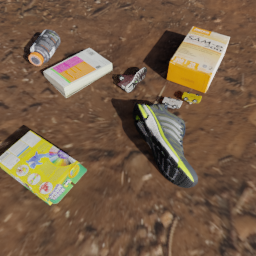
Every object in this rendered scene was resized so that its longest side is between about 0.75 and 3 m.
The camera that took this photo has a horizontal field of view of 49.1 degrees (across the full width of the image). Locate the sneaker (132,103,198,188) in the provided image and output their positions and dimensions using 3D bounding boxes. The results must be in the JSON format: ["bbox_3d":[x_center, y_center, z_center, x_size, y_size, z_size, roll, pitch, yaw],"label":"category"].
[{"bbox_3d":[1.207,0.294,7.857,1.197,1.093,2.959,-17,56,-16],"label":"sneaker"}]

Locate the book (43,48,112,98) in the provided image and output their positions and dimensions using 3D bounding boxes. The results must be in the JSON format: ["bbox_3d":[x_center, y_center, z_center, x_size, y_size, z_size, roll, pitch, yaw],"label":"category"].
[{"bbox_3d":[-1.781,-2.081,10.018,2.055,0.494,1.373,-35,58,-25],"label":"book"}]

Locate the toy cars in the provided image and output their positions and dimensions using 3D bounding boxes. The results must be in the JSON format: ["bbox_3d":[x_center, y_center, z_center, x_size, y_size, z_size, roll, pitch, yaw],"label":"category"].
[{"bbox_3d":[1.774,-0.867,9.209,1.295,0.287,0.581,-15,49,-7],"label":"toy cars"}]

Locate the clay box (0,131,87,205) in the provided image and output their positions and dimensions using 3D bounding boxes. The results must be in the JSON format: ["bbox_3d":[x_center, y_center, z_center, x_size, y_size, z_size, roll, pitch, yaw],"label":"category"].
[{"bbox_3d":[-2.281,1.091,7.549,2.201,0.524,1.265,30,58,21],"label":"clay box"}]

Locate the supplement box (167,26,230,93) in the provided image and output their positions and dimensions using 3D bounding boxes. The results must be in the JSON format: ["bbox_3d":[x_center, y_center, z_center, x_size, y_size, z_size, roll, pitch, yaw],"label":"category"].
[{"bbox_3d":[2.543,-2.520,10.063,1.493,0.871,2.368,22,56,15],"label":"supplement box"}]

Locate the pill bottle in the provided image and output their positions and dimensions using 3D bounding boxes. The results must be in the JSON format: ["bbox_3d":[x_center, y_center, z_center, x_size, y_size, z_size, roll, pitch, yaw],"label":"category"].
[{"bbox_3d":[-3.154,-2.970,10.474,0.772,0.772,1.453,12,53,9],"label":"pill bottle"}]

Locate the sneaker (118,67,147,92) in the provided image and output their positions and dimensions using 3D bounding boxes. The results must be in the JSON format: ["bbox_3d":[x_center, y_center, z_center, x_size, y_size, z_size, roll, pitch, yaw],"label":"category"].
[{"bbox_3d":[0.091,-1.824,9.816,0.716,0.469,1.239,29,59,23],"label":"sneaker"}]
